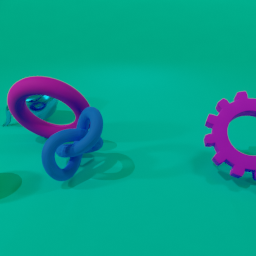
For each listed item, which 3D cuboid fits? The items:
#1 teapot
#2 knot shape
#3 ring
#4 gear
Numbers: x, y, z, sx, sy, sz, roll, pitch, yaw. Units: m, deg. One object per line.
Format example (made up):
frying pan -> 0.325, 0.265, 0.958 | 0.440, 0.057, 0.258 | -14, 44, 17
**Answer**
teapot -> -2.531, -0.682, 7.595 | 2.040, 0.999, 1.268 | -27, 51, -17
knot shape -> -0.999, 0.334, 5.577 | 0.699, 1.416, 1.514 | 40, 81, 6
ring -> -1.721, -0.371, 6.232 | 1.894, 1.894, 0.379 | 4, 51, 8
gear -> 2.342, 0.131, 5.380 | 1.680, 1.680, 0.311 | 6, -16, 11
